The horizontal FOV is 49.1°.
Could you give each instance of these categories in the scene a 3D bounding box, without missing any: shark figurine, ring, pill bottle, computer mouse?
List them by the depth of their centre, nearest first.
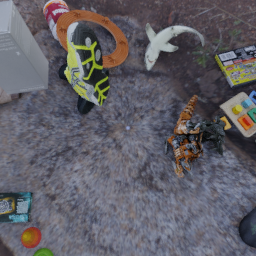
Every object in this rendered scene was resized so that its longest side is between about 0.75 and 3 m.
[{"bbox_3d":[4.347,2.610,8.509,2.348,0.619,1.626,-38,51,-12],"label":"computer mouse"},{"bbox_3d":[-1.317,-3.628,11.046,3.001,0.288,3.001,13,55,-19],"label":"ring"},{"bbox_3d":[1.685,-3.647,11.391,2.788,1.163,1.666,-25,102,-3],"label":"shark figurine"},{"bbox_3d":[-2.726,-4.301,11.592,1.056,1.056,1.870,-23,69,-10],"label":"pill bottle"}]

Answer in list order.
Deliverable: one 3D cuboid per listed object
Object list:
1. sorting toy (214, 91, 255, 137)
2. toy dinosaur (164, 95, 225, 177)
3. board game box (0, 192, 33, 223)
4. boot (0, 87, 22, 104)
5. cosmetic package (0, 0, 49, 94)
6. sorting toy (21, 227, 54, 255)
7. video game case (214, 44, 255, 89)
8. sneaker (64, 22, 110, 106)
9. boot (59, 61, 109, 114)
[{"bbox_3d":[4.201,-0.547,9.974,2.614,0.356,1.472,-30,73,-26],"label":"sorting toy"},{"bbox_3d":[2.225,0.209,9.456,1.965,1.479,2.896,1,86,18],"label":"toy dinosaur"},{"bbox_3d":[-3.809,2.546,8.949,1.392,0.196,0.941,-1,66,-1],"label":"board game box"},{"bbox_3d":[-4.723,-1.832,10.677,1.429,0.686,1.954,2,66,2],"label":"boot"},{"bbox_3d":[-3.316,-2.094,7.832,1.408,2.635,1.188,-8,64,4],"label":"cosmetic package"},{"bbox_3d":[-2.618,3.733,8.166,0.656,0.651,1.891,-33,69,-14],"label":"sorting toy"},{"bbox_3d":[4.642,-2.484,11.216,1.817,0.232,1.642,-16,66,-8],"label":"video game case"},{"bbox_3d":[-1.208,-1.495,7.146,1.020,2.669,1.006,16,62,13],"label":"sneaker"},{"bbox_3d":[-1.877,-1.645,10.545,1.723,0.783,2.050,21,73,14],"label":"boot"}]
